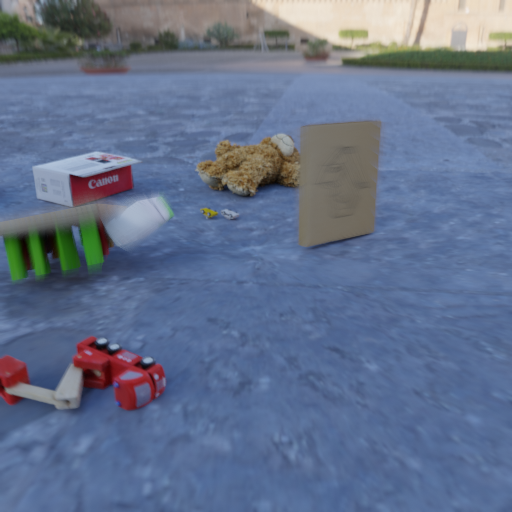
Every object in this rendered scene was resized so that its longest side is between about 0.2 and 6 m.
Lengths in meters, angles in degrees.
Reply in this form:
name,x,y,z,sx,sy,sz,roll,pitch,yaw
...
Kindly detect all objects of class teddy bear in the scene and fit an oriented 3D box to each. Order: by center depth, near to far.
name,x,y,z,sx,sy,sz,roll,pitch,yaw
teddy bear,0.031,-2.327,13.954,3.343,1.116,2.424,-16,29,-33

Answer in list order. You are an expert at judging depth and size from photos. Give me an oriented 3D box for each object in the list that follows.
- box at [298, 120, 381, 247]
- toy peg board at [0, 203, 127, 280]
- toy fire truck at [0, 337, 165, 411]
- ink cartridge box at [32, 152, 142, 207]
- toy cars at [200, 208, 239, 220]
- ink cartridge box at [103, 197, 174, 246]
name,x,y,z,sx,sy,sz,roll,pitch,yaw
box,1.488,-1.306,9.998,1.721,2.105,0.224,-13,23,-32
toy peg board,-3.051,-0.223,8.917,1.789,0.875,1.782,-11,3,2
toy fire truck,-1.901,1.329,6.018,1.583,0.386,1.116,15,27,30
ink cartridge box,-3.822,-1.777,12.985,1.669,0.797,1.902,14,26,31
toy cars,-0.757,-0.842,11.567,0.820,0.182,0.368,4,24,1
ink cartridge box,-1.859,-0.567,8.982,0.728,0.420,1.000,-32,2,14
